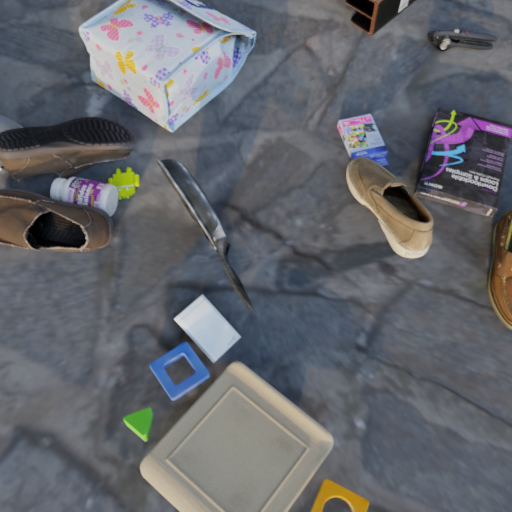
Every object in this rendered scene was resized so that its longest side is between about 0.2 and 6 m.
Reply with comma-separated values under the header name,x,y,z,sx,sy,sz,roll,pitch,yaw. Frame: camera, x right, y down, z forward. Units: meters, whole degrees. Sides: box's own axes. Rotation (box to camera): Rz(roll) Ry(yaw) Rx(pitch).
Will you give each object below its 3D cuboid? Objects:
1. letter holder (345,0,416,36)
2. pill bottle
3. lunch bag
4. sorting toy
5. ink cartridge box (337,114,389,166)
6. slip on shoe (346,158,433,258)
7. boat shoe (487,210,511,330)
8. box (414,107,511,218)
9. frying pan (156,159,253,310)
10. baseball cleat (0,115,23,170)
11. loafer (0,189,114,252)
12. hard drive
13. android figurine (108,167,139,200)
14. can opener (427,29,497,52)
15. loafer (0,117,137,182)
name,x,y,z,sx,sy,sz,roll,pitch,yaw
letter holder,2.775,-6.075,12.740,1.240,0.878,1.745,41,70,20
pill bottle,-3.201,-1.115,10.418,1.120,0.629,0.629,12,64,7
lunch bag,-1.723,-4.317,11.397,2.361,1.770,2.784,37,63,16
sorting toy,-0.248,3.008,8.340,3.921,0.534,2.208,35,62,18
ink cartridge box,2.149,-2.272,11.211,0.709,0.249,1.188,-13,66,-6
slip on shoe,2.386,-1.073,10.034,0.943,0.752,2.481,-8,49,-12
boat shoe,4.502,0.170,9.701,0.799,0.755,2.221,3,64,2
box,4.063,-1.866,10.925,1.501,0.379,2.099,17,66,8
frying pan,-0.860,-0.620,9.188,0.494,1.835,3.033,-34,41,-5
baseball cleat,-5.939,-2.729,10.558,3.379,1.798,1.178,15,59,5
loafer,-3.913,-0.602,9.764,2.701,0.959,0.986,4,103,3
hard drive,-0.805,1.206,9.339,0.973,0.130,0.642,48,61,3
android figurine,-2.550,-1.392,10.789,0.610,0.138,0.670,-5,68,3
can opener,4.542,-4.774,12.310,1.480,0.469,0.582,4,63,2
loafer,-3.610,-2.014,10.764,2.588,0.919,0.945,-9,50,-21
